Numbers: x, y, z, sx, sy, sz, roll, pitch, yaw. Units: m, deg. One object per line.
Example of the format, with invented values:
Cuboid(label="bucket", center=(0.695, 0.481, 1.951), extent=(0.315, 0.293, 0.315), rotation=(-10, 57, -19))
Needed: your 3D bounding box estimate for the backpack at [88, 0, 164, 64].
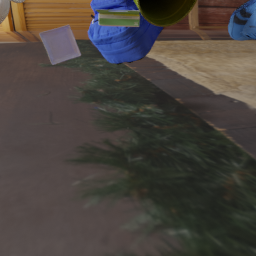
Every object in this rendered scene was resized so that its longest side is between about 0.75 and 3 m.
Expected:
Cuboid(label="backpack", center=(-0.151, -3.528, 9.086), extent=(2.133, 2.202, 2.625), rotation=(2, 61, 42))

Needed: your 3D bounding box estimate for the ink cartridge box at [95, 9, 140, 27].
Cuboid(label="ink cartridge box", center=(-0.168, -2.074, 5.333), extent=(0.799, 0.263, 1.098), rotation=(2, 20, 1))

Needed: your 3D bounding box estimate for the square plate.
Cuboid(label="square plate", center=(-2.483, -3.053, 10.321), extent=(1.192, 1.203, 0.171), rotation=(-26, 11, -22))

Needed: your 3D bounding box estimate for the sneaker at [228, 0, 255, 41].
Cuboid(label="sneaker", center=(3.150, -2.409, 6.527), extent=(0.929, 1.105, 2.819), rotation=(3, -2, -8))

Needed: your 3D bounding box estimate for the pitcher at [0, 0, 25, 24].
Cuboid(label="pitcher", center=(-2.719, -2.585, 5.193), extent=(1.937, 1.662, 1.174), rotation=(10, -18, 27))

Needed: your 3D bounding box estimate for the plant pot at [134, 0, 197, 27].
Cuboid(label="plant pot", center=(0.575, -3.056, 5.857), extent=(1.393, 1.393, 1.341), rotation=(-9, 42, -20))
